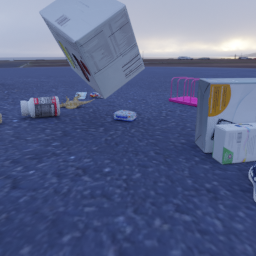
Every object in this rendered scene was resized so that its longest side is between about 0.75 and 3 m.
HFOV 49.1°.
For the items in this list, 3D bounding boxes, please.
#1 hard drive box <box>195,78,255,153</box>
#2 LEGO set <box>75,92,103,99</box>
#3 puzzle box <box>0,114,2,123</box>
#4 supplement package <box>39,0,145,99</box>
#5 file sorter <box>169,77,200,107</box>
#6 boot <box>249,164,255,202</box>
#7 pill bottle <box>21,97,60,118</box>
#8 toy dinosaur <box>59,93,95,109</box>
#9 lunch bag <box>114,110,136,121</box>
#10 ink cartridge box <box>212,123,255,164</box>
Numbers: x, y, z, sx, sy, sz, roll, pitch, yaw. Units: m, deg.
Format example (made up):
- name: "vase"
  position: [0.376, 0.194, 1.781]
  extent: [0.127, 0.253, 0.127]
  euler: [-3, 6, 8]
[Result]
- name: "hard drive box"
  position: [3.253, -0.384, 7.791]
  extent: [2.494, 1.944, 0.958]
  euler: [-2, 16, -4]
- name: "LEGO set"
  position: [-2.144, -2.060, 16.641]
  extent: [1.982, 0.486, 1.481]
  euler: [-1, 19, -3]
- name: "puzzle box"
  position: [-6.331, -0.145, 9.840]
  extent: [1.964, 0.375, 2.952]
  euler: [9, 18, 28]
- name: "supplement package"
  position: [-1.171, -2.997, 9.738]
  extent: [1.964, 2.670, 2.553]
  euler: [-39, 54, -10]
- name: "file sorter"
  position: [3.391, -1.968, 14.704]
  extent: [1.431, 1.292, 2.060]
  euler: [-10, 18, -34]
- name: "boot"
  position: [2.769, 0.856, 5.570]
  extent: [0.594, 0.738, 1.633]
  euler: [5, 16, 17]
- name: "pill bottle"
  position: [-3.624, -0.855, 11.579]
  extent: [1.485, 0.822, 0.822]
  euler: [-6, 17, -22]
- name: "toy dinosaur"
  position: [-2.572, -1.214, 13.698]
  extent: [2.146, 0.624, 1.085]
  euler: [-7, 31, 4]
- name: "lunch bag"
  position: [-0.139, -0.480, 11.180]
  extent: [0.864, 0.327, 0.693]
  euler: [6, 19, 19]
- name: "ink cartridge box"
  position: [2.815, 0.370, 7.036]
  extent: [1.227, 0.891, 0.537]
  euler: [-4, 16, -13]
